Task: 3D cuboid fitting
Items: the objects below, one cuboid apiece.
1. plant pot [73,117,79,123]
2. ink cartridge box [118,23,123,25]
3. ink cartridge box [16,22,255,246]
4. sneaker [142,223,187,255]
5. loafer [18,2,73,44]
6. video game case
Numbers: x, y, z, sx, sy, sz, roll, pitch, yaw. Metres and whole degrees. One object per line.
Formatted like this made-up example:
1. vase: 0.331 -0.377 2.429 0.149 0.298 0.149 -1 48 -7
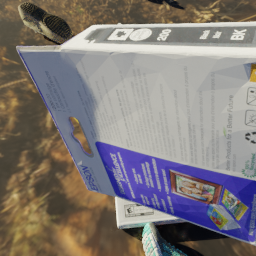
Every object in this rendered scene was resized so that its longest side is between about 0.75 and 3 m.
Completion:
1. plant pot: -0.472 -0.520 6.623 1.887 1.340 1.887 -1 57 1
2. ink cartridge box: -0.241 -3.003 8.964 1.096 0.325 0.569 30 61 19
3. ink cartridge box: 0.280 0.113 2.963 2.367 2.345 0.514 10 46 27
4. sneaker: 0.780 2.426 5.186 0.670 0.570 1.469 -12 59 -27
5. loafer: -2.617 -3.288 8.995 1.927 0.658 0.729 36 60 4
6. video game case: 0.824 1.050 6.221 2.284 0.261 2.078 -5 56 -2
